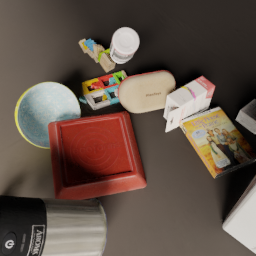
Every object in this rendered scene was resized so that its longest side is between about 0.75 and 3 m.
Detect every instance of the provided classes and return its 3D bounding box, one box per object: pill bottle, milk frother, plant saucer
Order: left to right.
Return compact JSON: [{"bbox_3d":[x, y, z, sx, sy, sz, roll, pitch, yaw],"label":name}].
[{"bbox_3d":[-2.475,2.715,7.378,2.677,2.569,2.846,14,11,-33],"label":"milk frother"},{"bbox_3d":[-1.079,0.745,9.261,2.936,0.540,2.941,-9,62,-10],"label":"plant saucer"},{"bbox_3d":[-0.179,-2.922,10.161,0.927,1.628,0.927,0,90,-9],"label":"pill bottle"}]

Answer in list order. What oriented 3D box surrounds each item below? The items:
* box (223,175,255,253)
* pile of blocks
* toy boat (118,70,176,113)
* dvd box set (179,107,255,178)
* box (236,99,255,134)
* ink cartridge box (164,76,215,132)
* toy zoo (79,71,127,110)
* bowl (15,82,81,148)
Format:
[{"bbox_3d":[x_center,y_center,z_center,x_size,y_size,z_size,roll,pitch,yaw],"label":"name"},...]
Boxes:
[{"bbox_3d":[4.575,1.861,7.229,2.559,2.973,2.988,34,60,23],"label":"box"},{"bbox_3d":[-1.266,-3.525,12.588,0.761,1.006,2.450,-33,59,-23],"label":"pile of blocks"},{"bbox_3d":[0.684,-1.503,11.020,2.249,1.468,1.470,-11,23,-9],"label":"toy boat"},{"bbox_3d":[3.153,0.426,9.915,1.732,0.348,2.367,-18,58,-14],"label":"dvd box set"},{"bbox_3d":[4.749,-0.435,10.470,0.932,0.612,0.937,-33,60,-23],"label":"box"},{"bbox_3d":[2.088,-0.871,10.394,2.169,1.263,0.732,-30,58,-21],"label":"ink cartridge box"},{"bbox_3d":[-0.928,-1.547,11.554,2.268,0.232,1.488,-19,55,-14],"label":"toy zoo"},{"bbox_3d":[-2.955,-0.479,9.864,2.271,2.271,1.222,-43,30,-27],"label":"bowl"}]
